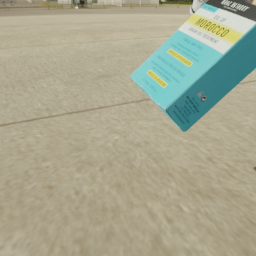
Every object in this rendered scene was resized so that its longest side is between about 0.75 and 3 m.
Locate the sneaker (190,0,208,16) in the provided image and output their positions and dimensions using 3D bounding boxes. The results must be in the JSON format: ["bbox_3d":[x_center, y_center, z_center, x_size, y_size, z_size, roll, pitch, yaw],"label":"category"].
[{"bbox_3d":[1.810,-3.068,6.164,0.471,0.721,1.254,29,71,11],"label":"sneaker"}]

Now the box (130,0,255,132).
[{"bbox_3d":[1.416,-1.307,4.154,2.759,0.678,1.135,-44,43,5],"label":"box"}]
